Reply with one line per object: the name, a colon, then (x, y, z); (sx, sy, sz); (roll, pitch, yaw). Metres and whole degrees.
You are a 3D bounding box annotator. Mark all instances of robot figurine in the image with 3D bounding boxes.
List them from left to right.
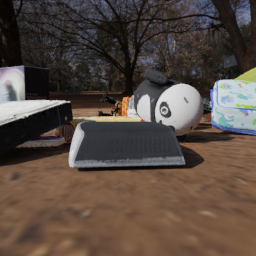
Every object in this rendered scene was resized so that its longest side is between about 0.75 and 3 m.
robot figurine: (0.883, -0.555, 6.714); (1.496, 1.243, 1.992); (21, 8, -31)

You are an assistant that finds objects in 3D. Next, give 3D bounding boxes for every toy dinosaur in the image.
toy dinosaur: (-0.565, -0.869, 15.375); (1.987, 1.496, 2.928); (13, -18, -18)

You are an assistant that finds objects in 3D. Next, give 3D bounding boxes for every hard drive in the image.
hard drive: (-2.479, -0.048, 5.126); (1.838, 0.498, 2.631); (1, 17, 23)
hard drive: (-0.124, 0.187, 4.907); (1.725, 0.541, 2.558); (-1, 5, -6)

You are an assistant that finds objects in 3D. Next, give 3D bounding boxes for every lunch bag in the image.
lunch bag: (3.508, -0.707, 8.616); (1.904, 0.977, 2.369); (7, 30, 12)

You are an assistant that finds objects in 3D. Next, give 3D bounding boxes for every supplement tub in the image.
supplement tub: (0.870, -0.571, 9.626); (2.055, 1.259, 1.259); (0, 5, 7)

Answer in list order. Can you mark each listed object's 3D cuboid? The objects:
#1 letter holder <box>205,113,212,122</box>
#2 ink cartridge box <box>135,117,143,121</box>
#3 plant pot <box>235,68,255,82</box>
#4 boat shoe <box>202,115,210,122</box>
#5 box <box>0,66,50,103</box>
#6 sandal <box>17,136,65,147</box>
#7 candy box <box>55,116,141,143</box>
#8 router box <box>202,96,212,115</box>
letter holder: (4.165, -0.488, 12.221); (0.831, 1.174, 1.652); (-32, 8, -4)
ink cartridge box: (0.394, -0.038, 7.983); (0.815, 0.472, 1.403); (-3, 6, -27)
plant pot: (5.534, -1.561, 12.660); (2.461, 2.303, 2.303); (-16, 8, -11)
boat shoe: (4.451, -0.606, 14.167); (2.138, 0.766, 0.814); (7, -10, -5)
box: (-4.752, -1.358, 12.096); (2.426, 2.406, 1.495); (2, 5, 28)
sandal: (-2.144, 0.180, 5.918); (1.594, 0.392, 0.649); (0, 5, -5)
candy box: (-0.783, 0.003, 7.011); (1.982, 0.548, 1.144); (-2, 5, -19)
router box: (2.382, -0.808, 11.438); (1.332, 0.552, 1.777); (8, -16, -31)
